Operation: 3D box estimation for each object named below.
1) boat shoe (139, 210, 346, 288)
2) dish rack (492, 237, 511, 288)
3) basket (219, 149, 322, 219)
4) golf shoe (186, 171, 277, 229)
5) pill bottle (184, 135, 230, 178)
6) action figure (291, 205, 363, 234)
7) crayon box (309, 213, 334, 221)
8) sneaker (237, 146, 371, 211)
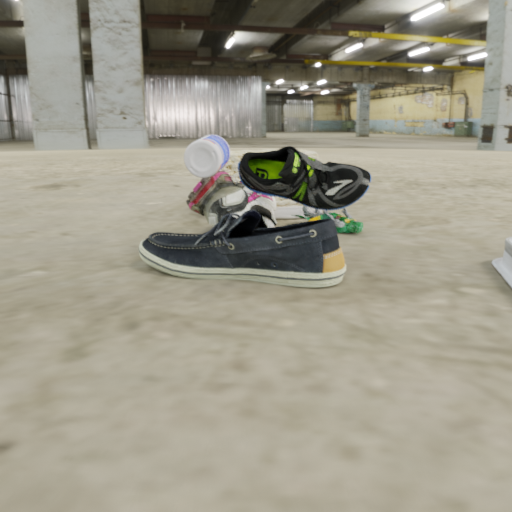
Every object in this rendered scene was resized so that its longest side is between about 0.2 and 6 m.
[{"bbox_3d":[-0.282,-0.209,8.950,3.464,1.078,1.292,4,16,21],"label":"boat shoe"},{"bbox_3d":[5.300,0.204,7.874,3.228,0.819,3.762,2,13,11],"label":"dish rack"},{"bbox_3d":[0.231,-1.890,14.520,2.703,1.668,1.832,-2,14,-11],"label":"basket"},{"bbox_3d":[-0.193,-0.850,11.954,1.546,1.219,3.358,45,17,12],"label":"golf shoe"},{"bbox_3d":[-0.795,-1.737,9.613,0.631,0.631,1.126,2,18,10],"label":"pill bottle"},{"bbox_3d":[1.783,-0.818,12.720,1.113,0.515,1.884,-5,18,-31],"label":"action figure"},{"bbox_3d":[1.045,-0.426,10.616,0.266,0.649,1.033,43,26,11],"label":"crayon box"},{"bbox_3d":[0.876,-1.502,10.728,2.592,0.919,1.074,10,-11,9],"label":"sneaker"}]
